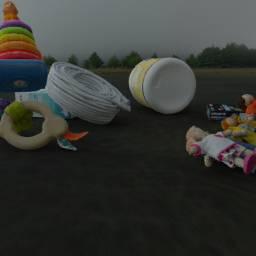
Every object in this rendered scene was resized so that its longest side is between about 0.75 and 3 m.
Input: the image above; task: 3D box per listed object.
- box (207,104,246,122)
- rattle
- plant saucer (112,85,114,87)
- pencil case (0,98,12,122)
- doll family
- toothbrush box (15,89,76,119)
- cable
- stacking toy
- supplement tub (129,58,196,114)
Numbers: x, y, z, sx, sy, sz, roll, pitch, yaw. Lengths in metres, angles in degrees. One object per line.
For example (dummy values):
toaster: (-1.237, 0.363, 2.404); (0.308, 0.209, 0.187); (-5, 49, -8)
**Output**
box: (3.561, -0.554, 10.076); (1.331, 0.385, 1.675); (3, 13, 12)
rattle: (-2.047, 0.232, 6.891); (1.989, 1.421, 1.295); (14, 43, -8)
plant saucer: (-0.984, -1.878, 14.395); (1.849, 0.356, 1.849); (36, -8, 6)
pencil case: (-4.534, -0.387, 8.014); (2.323, 0.988, 1.073); (1, 50, 3)
doll family: (2.201, 0.257, 5.607); (2.626, 1.184, 1.630); (-29, 33, -29)
toothbrush box: (-2.836, -0.961, 10.641); (2.197, 0.937, 1.609); (2, 13, 16)
cable: (-1.419, -1.199, 9.257); (2.593, 0.898, 2.593); (12, 29, -39)
stacking toy: (-2.184, -1.663, 5.416); (1.022, 1.861, 1.080); (-6, -19, -23)
supplement tub: (1.279, -1.848, 11.787); (2.135, 2.135, 2.937); (-3, 14, -15)
